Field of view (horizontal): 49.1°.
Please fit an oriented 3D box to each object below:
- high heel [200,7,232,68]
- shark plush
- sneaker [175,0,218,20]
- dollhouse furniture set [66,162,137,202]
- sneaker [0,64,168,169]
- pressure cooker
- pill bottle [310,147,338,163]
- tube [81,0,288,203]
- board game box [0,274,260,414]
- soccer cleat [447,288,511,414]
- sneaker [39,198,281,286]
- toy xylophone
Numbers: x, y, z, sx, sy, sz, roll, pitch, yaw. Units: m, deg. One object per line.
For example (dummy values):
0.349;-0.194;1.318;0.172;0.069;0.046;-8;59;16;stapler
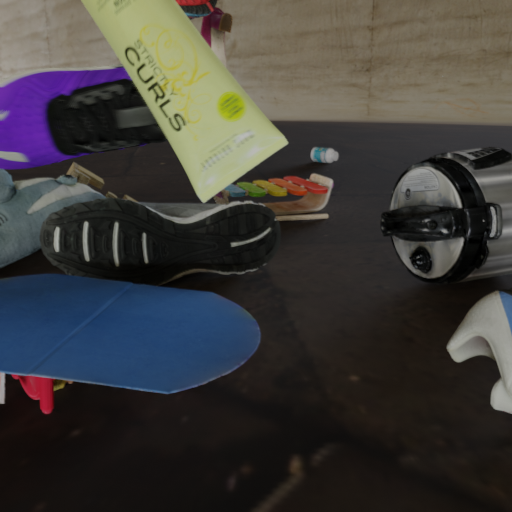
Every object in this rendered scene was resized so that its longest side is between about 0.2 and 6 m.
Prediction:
-1.033;-4.282;11.814;0.610;1.811;0.869;-4;29;-35;high heel
-3.080;-0.340;8.721;3.510;1.462;1.595;1;-31;-35;shark plush
-1.180;-4.379;9.728;1.020;0.847;2.135;-31;17;35;sneaker
-3.127;-0.680;10.884;1.701;1.386;1.618;31;5;-24;dollhouse furniture set
-1.983;-1.906;7.355;3.301;1.148;1.642;-26;34;-31;sneaker
2.837;-0.505;7.767;2.042;1.796;1.824;-7;53;-21;pressure cooker
2.488;-3.640;20.270;0.951;0.527;0.527;14;22;38;pill bottle
-0.725;-1.621;4.539;0.666;2.294;0.596;-24;14;46;tube
-1.584;0.871;5.337;3.212;0.625;2.537;7;13;3;board game box
2.506;1.130;4.417;0.969;0.784;2.245;-41;40;-4;soccer cleat
-1.363;-0.209;8.115;3.347;1.237;1.327;-2;6;-27;sneaker
0.445;-1.265;12.126;2.766;0.695;2.025;-10;20;-28;toy xylophone
